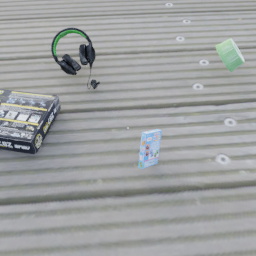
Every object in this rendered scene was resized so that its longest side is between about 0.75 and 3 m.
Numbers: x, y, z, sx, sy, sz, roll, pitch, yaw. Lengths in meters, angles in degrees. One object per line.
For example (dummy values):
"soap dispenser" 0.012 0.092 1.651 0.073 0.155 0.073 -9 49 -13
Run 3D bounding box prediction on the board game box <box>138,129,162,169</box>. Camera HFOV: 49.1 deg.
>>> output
"board game box" 0.579 0.536 7.304 0.171 0.937 0.709 17 16 37

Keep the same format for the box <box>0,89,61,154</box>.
"box" -3.512 -0.300 8.169 2.507 0.616 2.021 6 46 7

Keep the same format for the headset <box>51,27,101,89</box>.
"headset" -1.661 -2.296 9.339 1.385 1.054 2.242 -31 92 -1

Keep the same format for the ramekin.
"ramekin" 3.457 -2.469 9.417 0.519 1.063 1.063 -30 43 31
